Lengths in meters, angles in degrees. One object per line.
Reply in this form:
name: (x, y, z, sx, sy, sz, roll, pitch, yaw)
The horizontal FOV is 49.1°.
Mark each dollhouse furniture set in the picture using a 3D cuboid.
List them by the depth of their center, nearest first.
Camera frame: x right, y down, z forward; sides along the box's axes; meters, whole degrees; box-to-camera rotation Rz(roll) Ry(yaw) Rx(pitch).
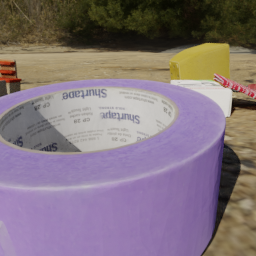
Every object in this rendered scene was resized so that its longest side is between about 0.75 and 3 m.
dollhouse furniture set: (-4.854, -1.357, 8.878, 2.816, 1.451, 2.786, 9, 20, 26)

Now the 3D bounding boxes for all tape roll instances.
tape roll: (-0.410, 0.354, 3.368, 2.931, 1.245, 2.931, -2, 23, 1)

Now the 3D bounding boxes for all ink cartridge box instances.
ink cartridge box: (2.166, -0.965, 8.682, 1.422, 0.821, 1.955, -1, 18, -2)

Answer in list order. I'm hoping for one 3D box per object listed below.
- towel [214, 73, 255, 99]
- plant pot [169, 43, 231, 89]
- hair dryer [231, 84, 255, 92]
towel: (3.731, -1.029, 8.518, 2.235, 0.251, 1.616, 23, 19, -2)
plant pot: (2.799, -2.317, 11.480, 1.960, 1.916, 1.904, -13, 20, -8)
hair dryer: (5.206, -1.617, 11.384, 1.248, 0.445, 1.639, -9, 20, -28)
